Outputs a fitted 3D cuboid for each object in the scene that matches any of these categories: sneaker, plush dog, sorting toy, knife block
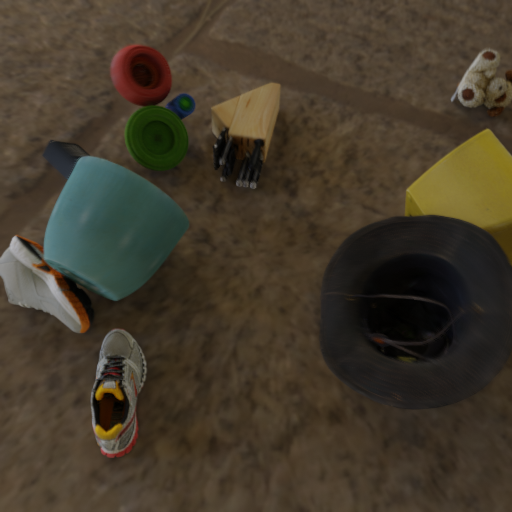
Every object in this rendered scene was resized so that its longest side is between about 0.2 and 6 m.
[{"bbox_3d":[-2.217,2.096,9.025,0.805,0.850,2.068,-6,56,-4],"label":"sneaker"},{"bbox_3d":[5.396,-3.864,13.074,1.214,1.134,1.413,27,88,1],"label":"plush dog"},{"bbox_3d":[-3.870,0.699,10.122,1.020,0.839,2.218,-47,74,4],"label":"sneaker"},{"bbox_3d":[-2.298,-3.137,12.233,1.648,1.126,2.743,-9,91,-29],"label":"sorting toy"},{"bbox_3d":[0.013,-2.560,12.186,2.357,0.754,2.069,-28,62,-19],"label":"knife block"}]

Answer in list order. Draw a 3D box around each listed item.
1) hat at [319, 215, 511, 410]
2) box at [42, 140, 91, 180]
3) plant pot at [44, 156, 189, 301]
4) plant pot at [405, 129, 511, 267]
[{"bbox_3d":[2.690,1.010,9.319,3.406,1.374,3.406,-12,56,19],"label":"hat"},{"bbox_3d":[-3.746,-1.898,11.629,1.099,0.776,0.434,41,107,19],"label":"box"},{"bbox_3d":[-2.610,-0.320,9.912,2.283,2.283,1.832,23,72,14],"label":"plant pot"},{"bbox_3d":[3.857,-0.726,10.361,1.771,2.008,2.008,-22,58,0],"label":"plant pot"}]
